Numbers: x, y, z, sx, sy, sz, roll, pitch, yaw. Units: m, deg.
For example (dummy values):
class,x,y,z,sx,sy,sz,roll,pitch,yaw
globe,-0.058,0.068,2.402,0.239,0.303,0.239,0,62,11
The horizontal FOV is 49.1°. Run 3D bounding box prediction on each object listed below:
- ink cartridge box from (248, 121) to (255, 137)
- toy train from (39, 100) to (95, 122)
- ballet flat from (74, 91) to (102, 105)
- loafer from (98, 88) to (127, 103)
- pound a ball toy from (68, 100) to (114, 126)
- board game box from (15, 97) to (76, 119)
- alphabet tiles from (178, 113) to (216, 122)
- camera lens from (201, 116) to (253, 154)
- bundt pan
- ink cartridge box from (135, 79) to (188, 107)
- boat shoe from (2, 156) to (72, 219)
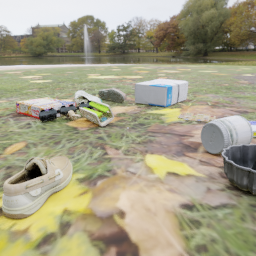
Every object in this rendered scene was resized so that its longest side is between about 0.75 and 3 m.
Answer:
class,x,y,z,sx,sy,sz,roll,pitch,yaw
ink cartridge box,4.156,0.021,9.021,1.247,0.293,1.232,2,14,1
toy train,-2.269,-0.636,10.767,2.322,0.532,0.396,-15,64,-29
ballet flat,-2.034,-1.257,12.886,0.733,0.733,2.112,-14,24,-40
loafer,-0.711,-1.761,14.292,0.629,0.719,2.000,-33,31,-34
pound a ball toy,-1.347,-0.425,10.189,1.042,0.679,1.599,-37,31,-22
board game box,-3.435,-0.863,11.702,2.090,0.484,1.584,14,21,40
alphabet tiles,2.703,-0.423,10.974,1.398,0.044,1.163,5,16,17
camera lens,2.587,0.176,7.293,1.123,0.899,0.899,-10,19,-29
bundt pan,2.650,0.845,5.517,1.589,0.596,1.589,-1,15,0
ink cartridge box,1.717,-1.825,14.076,1.764,1.034,2.409,12,19,33
boat shoe,-1.616,0.875,5.275,0.730,0.657,2.024,4,16,13
